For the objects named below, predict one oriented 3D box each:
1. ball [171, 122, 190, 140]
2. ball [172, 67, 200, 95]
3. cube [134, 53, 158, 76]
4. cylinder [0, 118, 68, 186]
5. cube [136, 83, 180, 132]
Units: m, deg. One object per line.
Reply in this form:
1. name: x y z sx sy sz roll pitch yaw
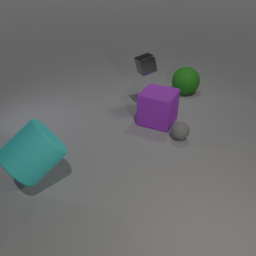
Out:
1. ball: 2.017 0.107 10.779 0.700 0.700 0.700 0 32 0
2. ball: 2.941 -2.403 14.235 1.400 1.400 1.400 0 32 0
3. cube: 0.763 -2.748 12.064 0.700 0.700 0.700 -22 31 -10
4. cylinder: -2.703 0.688 8.003 1.400 1.400 1.400 -44 43 -3
5. cube: 1.267 -0.883 11.741 1.400 1.400 1.400 14 34 21
